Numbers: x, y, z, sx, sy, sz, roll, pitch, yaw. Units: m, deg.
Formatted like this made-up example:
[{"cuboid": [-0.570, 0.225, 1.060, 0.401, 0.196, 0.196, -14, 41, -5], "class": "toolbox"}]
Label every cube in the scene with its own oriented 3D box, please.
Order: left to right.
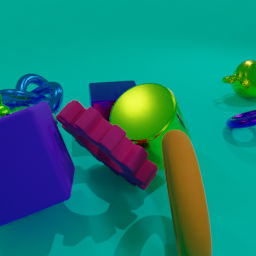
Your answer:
[{"cuboid": [-1.689, 0.481, 4.239, 1.333, 1.333, 1.333, -21, 12, -4], "class": "cube"}, {"cuboid": [-0.297, -0.371, 6.566, 1.134, 1.134, 1.134, -5, 30, -8], "class": "cube"}]

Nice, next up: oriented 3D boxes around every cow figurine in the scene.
[{"cuboid": [-2.279, -0.178, 5.983, 1.496, 0.821, 1.472, 4, -9, -6], "class": "cow figurine"}]

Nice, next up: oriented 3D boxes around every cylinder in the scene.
[{"cuboid": [0.462, 0.000, 5.335, 1.246, 1.246, 1.246, -12, 56, 19], "class": "cylinder"}]

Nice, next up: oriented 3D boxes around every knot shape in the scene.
[{"cuboid": [-2.450, -0.776, 7.450, 1.814, 0.896, 1.939, 21, 35, 33], "class": "knot shape"}]

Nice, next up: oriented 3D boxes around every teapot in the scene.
[{"cuboid": [3.717, -1.430, 8.553, 1.885, 1.172, 0.923, 1, -11, -19], "class": "teapot"}]

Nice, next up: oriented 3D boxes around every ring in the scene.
[{"cuboid": [0.711, 0.885, 3.593, 0.349, 1.743, 1.743, -9, 30, 5], "class": "ring"}, {"cuboid": [2.936, -0.234, 6.724, 1.137, 0.227, 1.137, -18, 5, 1], "class": "ring"}]

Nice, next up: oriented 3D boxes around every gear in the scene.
[{"cuboid": [-0.367, 0.310, 4.729, 1.881, 1.881, 0.348, 27, 71, 38], "class": "gear"}]
